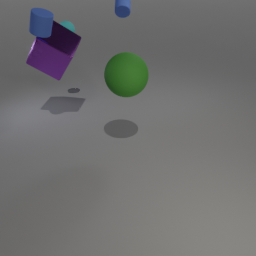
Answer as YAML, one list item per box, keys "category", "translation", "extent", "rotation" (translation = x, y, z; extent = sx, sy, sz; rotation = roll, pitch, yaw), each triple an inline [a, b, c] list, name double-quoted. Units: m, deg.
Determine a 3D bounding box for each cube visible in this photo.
- category: "cube"
  translation: [-2.832, -2.993, 10.747]
  extent: [1.400, 1.400, 1.400]
  rotation: [27, 47, -19]

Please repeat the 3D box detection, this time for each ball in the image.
- category: "ball"
  translation: [-0.050, -1.669, 8.833]
  extent: [1.400, 1.400, 1.400]
  rotation: [0, 29, 0]
- category: "ball"
  translation: [-2.597, -4.149, 11.819]
  extent: [0.700, 0.700, 0.700]
  rotation: [0, 29, 0]

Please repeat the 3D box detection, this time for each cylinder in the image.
- category: "cylinder"
  translation: [-0.235, -5.435, 12.509]
  extent: [0.700, 0.700, 0.700]
  rotation: [0, 64, 1]
- category: "cylinder"
  translation: [-2.799, -3.392, 9.032]
  extent: [0.700, 0.700, 0.700]
  rotation: [14, 38, -11]
